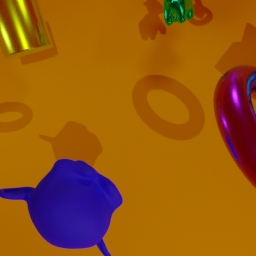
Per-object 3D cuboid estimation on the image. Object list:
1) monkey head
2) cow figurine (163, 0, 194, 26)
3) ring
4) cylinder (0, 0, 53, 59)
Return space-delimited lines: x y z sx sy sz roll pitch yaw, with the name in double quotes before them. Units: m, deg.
"monkey head" -0.813 1.038 4.003 1.848 1.329 1.113 39 79 -20
"cow figurine" 1.084 -2.879 6.005 0.652 1.168 1.187 2 27 28
"ring" 1.807 0.083 3.328 1.979 0.396 1.979 19 51 -26
"cylinder" -2.269 -2.112 5.933 1.059 1.059 1.059 -17 104 -5
